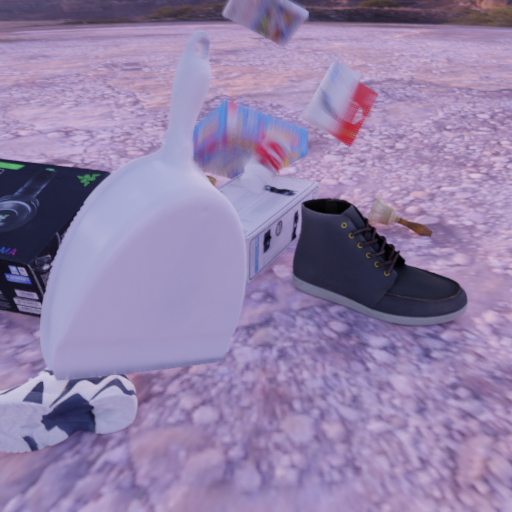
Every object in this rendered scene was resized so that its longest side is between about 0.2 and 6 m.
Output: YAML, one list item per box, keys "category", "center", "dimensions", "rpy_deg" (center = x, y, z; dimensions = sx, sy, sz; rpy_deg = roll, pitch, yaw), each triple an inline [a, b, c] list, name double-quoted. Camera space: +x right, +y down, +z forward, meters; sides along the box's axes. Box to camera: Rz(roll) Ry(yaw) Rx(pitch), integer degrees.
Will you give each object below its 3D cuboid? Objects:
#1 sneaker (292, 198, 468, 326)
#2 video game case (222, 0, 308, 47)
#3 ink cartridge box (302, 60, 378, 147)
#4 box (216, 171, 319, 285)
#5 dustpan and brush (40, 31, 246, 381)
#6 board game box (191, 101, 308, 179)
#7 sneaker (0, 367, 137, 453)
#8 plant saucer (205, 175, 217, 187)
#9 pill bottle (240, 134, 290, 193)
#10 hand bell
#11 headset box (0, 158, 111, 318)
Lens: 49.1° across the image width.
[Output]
- category: "sneaker"
  center: [1.745, 0.054, 8.081]
  dimensions: [2.644, 1.405, 0.989]
  rpy_deg: [12, 31, 22]
- category: "video game case"
  center: [0.134, -3.866, 8.939]
  dimensions: [1.156, 0.828, 0.104]
  rpy_deg: [21, 65, -18]
- category: "ink cartridge box"
  center: [1.495, -2.634, 9.702]
  dimensions: [1.008, 1.144, 0.256]
  rpy_deg: [29, -7, -8]
- category: "box"
  center: [-0.134, -0.642, 9.987]
  dimensions: [1.622, 0.836, 2.781]
  rpy_deg: [14, 32, 24]
- category: "dustpan and brush"
  center: [-0.888, -0.564, 6.049]
  dimensions: [2.494, 3.574, 1.023]
  rpy_deg: [5, 21, -48]
- category: "board game box"
  center: [-0.298, -2.152, 11.106]
  dimensions: [1.934, 0.541, 1.894]
  rpy_deg: [10, -18, -33]
- category: "sneaker"
  center: [-2.282, 1.456, 6.217]
  dimensions: [1.779, 0.710, 1.158]
  rpy_deg: [-9, 28, -16]
- category: "plant saucer"
  center: [-1.339, -1.581, 12.455]
  dimensions: [0.941, 0.167, 0.941]
  rpy_deg: [0, 28, 0]
- category: "pill bottle"
  center: [0.138, -1.547, 9.430]
  dimensions: [0.525, 0.525, 0.935]
  rpy_deg: [20, 70, 33]
- category: "hand bell"
  center: [2.727, -0.643, 10.477]
  dimensions: [1.178, 0.613, 0.613]
  rpy_deg: [24, 35, 18]
- category: "headset box"
  center: [-3.538, -0.403, 8.694]
  dimensions: [2.143, 1.142, 2.461]
  rpy_deg: [9, 43, 15]
